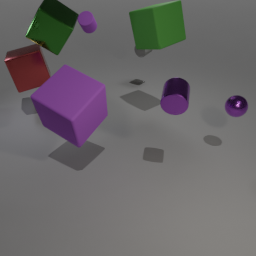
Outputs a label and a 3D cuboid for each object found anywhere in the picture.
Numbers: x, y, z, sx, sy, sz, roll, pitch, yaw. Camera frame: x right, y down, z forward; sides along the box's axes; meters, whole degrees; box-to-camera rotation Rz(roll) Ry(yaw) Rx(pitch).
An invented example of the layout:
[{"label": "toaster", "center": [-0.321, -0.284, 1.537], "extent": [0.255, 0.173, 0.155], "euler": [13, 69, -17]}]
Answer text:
[{"label": "ball", "center": [3.435, -0.690, 8.882], "extent": [0.700, 0.700, 0.700], "euler": [0, 29, 0]}, {"label": "cube", "center": [1.105, -3.801, 10.422], "extent": [1.400, 1.400, 1.400], "euler": [-28, 28, -29]}, {"label": "cube", "center": [-4.080, -2.504, 11.560], "extent": [1.400, 1.400, 1.400], "euler": [-19, 32, -9]}, {"label": "cylinder", "center": [1.217, -0.812, 7.170], "extent": [0.700, 0.700, 0.700], "euler": [6, 47, 11]}, {"label": "cube", "center": [-2.975, -4.062, 11.093], "extent": [1.400, 1.400, 1.400], "euler": [28, 40, -23]}, {"label": "cylinder", "center": [-1.780, -4.658, 12.352], "extent": [0.700, 0.700, 0.700], "euler": [5, -9, 9]}, {"label": "cube", "center": [-1.541, -0.598, 7.755], "extent": [1.400, 1.400, 1.400], "euler": [29, 61, 17]}, {"label": "cylinder", "center": [0.798, -4.035, 14.200], "extent": [0.700, 0.700, 0.700], "euler": [20, 44, 31]}]
